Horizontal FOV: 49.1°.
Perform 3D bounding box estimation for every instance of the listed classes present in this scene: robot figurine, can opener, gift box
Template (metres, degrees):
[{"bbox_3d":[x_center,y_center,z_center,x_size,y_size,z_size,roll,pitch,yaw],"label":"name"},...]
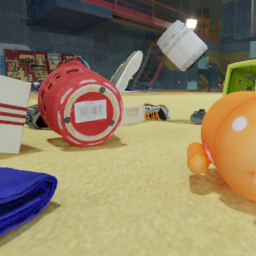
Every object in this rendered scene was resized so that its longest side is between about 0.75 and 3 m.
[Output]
[{"bbox_3d":[2.100,0.193,4.532,1.975,1.601,2.746,19,11,2],"label":"robot figurine"},{"bbox_3d":[3.758,-0.344,11.335,2.400,0.632,0.798,2,44,18],"label":"can opener"},{"bbox_3d":[-3.723,-0.302,6.451,2.075,2.248,2.100,4,-5,40],"label":"gift box"}]

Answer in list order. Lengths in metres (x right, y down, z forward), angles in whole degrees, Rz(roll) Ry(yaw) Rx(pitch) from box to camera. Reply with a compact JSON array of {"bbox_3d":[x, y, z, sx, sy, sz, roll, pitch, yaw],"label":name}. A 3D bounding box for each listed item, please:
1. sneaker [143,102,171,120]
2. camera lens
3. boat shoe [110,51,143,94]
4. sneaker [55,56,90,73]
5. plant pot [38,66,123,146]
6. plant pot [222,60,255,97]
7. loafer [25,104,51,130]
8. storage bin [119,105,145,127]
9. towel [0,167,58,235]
[{"bbox_3d":[1.179,-0.663,12.759,0.771,0.781,1.995,-31,25,-26],"label":"sneaker"},{"bbox_3d":[2.251,-3.331,11.540,1.404,1.755,1.404,-45,0,0],"label":"camera lens"},{"bbox_3d":[-0.120,-2.401,11.774,0.616,2.060,0.736,30,-4,32],"label":"boat shoe"},{"bbox_3d":[-2.048,-2.259,11.302,1.069,0.887,2.237,24,-7,-40],"label":"sneaker"},{"bbox_3d":[-1.315,-0.581,7.925,2.160,2.160,1.966,-5,20,-26],"label":"plant pot"},{"bbox_3d":[4.626,-0.916,9.375,2.156,2.364,2.375,6,9,-7],"label":"plant pot"},{"bbox_3d":[-3.009,-0.347,10.171,2.531,0.909,0.796,5,17,19],"label":"loafer"},{"bbox_3d":[-0.379,-0.612,11.915,1.655,0.776,1.643,7,12,39],"label":"storage bin"},{"bbox_3d":[-2.513,0.888,3.584,2.638,0.654,1.948,4,4,25],"label":"towel"}]
